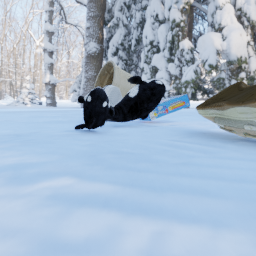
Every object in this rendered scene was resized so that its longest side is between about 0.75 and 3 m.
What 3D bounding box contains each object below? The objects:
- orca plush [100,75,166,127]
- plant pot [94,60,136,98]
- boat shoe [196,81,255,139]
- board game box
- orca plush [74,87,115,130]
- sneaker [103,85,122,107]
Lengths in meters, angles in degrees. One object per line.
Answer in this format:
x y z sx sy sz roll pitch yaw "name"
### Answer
0.358 -0.817 8.149 2.664 1.401 0.947 -14 15 -41 "orca plush"
-0.256 -1.830 14.249 2.324 2.539 2.539 15 -3 -26 "plant pot"
2.175 -0.252 5.325 1.082 0.974 3.000 -33 7 -2 "boat shoe"
1.209 -0.732 10.208 1.558 0.445 1.591 -21 7 -11 "board game box"
-0.894 -0.230 6.298 0.875 0.592 1.664 34 -35 -16 "orca plush"
-0.784 -0.910 10.921 1.175 1.161 2.959 10 -7 15 "sneaker"
